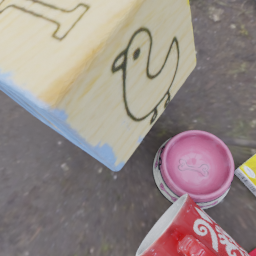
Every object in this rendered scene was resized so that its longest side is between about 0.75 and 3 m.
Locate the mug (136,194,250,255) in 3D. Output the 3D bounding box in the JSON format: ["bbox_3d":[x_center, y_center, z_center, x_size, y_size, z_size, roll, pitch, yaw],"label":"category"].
[{"bbox_3d":[1.573,2.884,5.511,2.541,2.256,1.696,41,106,9],"label":"mug"}]

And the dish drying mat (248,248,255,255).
[{"bbox_3d":[3.325,2.889,6.579,1.079,0.098,0.414,-26,70,-12],"label":"dish drying mat"}]

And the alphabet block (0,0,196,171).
[{"bbox_3d":[-0.791,-1.422,5.309,2.920,2.905,2.974,31,78,27],"label":"alphabet block"}]

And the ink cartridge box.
[{"bbox_3d":[4.124,1.266,7.097,2.007,0.472,1.983,-36,71,-12],"label":"ink cartridge box"}]

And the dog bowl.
[{"bbox_3d":[1.684,0.969,7.044,2.078,0.766,2.078,0,67,0],"label":"dog bowl"}]
